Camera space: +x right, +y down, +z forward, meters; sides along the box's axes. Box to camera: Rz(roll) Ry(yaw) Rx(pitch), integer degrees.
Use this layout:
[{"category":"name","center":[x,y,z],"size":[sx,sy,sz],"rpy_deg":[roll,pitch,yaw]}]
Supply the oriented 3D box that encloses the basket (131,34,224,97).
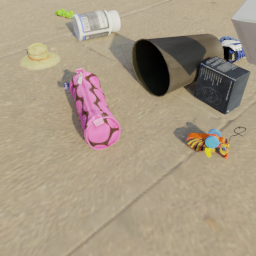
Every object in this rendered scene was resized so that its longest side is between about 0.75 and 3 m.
[{"category":"basket","center":[1.796,-2.317,9.625],"size":[2.592,1.763,2.337],"rpy_deg":[-18,44,-24]}]

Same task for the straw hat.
[{"category":"straw hat","center":[-3.527,-2.964,11.036],"size":[1.605,0.679,1.605],"rpy_deg":[0,43,0]}]

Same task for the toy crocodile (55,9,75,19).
[{"category":"toy crocodile","center":[-3.245,-5.889,14.517],"size":[1.204,0.372,0.406],"rpy_deg":[19,44,13]}]

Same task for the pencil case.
[{"category":"pencil case","center":[-1.038,-0.622,8.085],"size":[1.160,1.198,2.557],"rpy_deg":[-15,45,-15]}]

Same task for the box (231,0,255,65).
[{"category":"box","center":[3.030,-1.930,5.338],"size":[1.182,1.373,1.380],"rpy_deg":[-51,43,-4]}]

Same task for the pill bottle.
[{"category":"pill bottle","center":[-1.391,-4.632,12.536],"size":[1.951,1.110,1.110],"rpy_deg":[-17,45,-18]}]

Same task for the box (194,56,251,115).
[{"category":"box","center":[2.909,-1.347,8.791],"size":[0.805,1.300,1.278],"rpy_deg":[-28,49,-27]}]

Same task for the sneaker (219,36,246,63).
[{"category":"sneaker","center":[4.473,-2.977,11.042],"size":[2.054,0.830,1.186],"rpy_deg":[13,47,23]}]

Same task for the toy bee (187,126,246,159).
[{"category":"toy bee","center":[2.300,0.478,7.317],"size":[0.952,0.791,1.454],"rpy_deg":[-35,26,-33]}]
